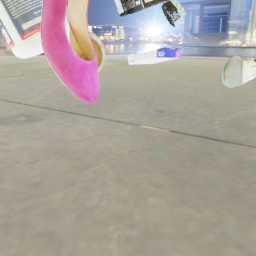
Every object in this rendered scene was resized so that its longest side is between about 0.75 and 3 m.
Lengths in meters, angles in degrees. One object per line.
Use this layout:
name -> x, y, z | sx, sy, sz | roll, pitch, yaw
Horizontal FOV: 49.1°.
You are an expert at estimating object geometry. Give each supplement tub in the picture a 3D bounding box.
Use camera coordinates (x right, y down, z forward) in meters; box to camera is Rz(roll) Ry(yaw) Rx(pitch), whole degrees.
supplement tub -> -2.686, -3.337, 7.265 | 1.842, 2.625, 1.842 | -24, 15, 7

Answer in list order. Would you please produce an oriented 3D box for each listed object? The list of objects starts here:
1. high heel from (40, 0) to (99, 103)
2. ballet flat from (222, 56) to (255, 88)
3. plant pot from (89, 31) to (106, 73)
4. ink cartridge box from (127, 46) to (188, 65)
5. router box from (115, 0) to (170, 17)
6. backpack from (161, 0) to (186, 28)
high heel -> -0.616, -1.771, 4.190 | 1.404, 2.927, 0.986 | -8, 24, 19
ballet flat -> 2.565, -1.286, 6.092 | 0.598, 0.632, 1.876 | 2, 18, 33
plant pot -> -1.391, -2.243, 8.700 | 1.532, 1.532, 0.211 | -7, 22, -22
ink cartridge box -> 0.862, -2.003, 7.809 | 1.278, 0.277, 1.255 | -1, 10, 39
router box -> 0.846, -2.446, 4.382 | 2.033, 0.675, 2.586 | -20, 21, 0
backpack -> 1.587, -3.908, 9.604 | 0.639, 0.834, 0.733 | -31, 50, 3
